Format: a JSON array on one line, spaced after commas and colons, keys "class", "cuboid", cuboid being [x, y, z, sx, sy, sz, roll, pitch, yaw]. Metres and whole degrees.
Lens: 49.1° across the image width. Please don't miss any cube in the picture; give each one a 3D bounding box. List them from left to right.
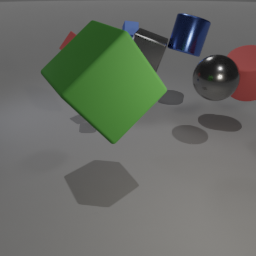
[{"class": "cube", "cuboid": [-1.690, -2.635, 9.308, 0.700, 0.700, 0.700, 42, 10, 25]}, {"class": "cube", "cuboid": [-0.453, -0.853, 5.070, 1.400, 1.400, 1.400, -45, 39, -2]}, {"class": "cube", "cuboid": [0.109, -4.808, 13.898, 0.700, 0.700, 0.700, 3, -5, -11]}, {"class": "cube", "cuboid": [0.812, -3.288, 12.069, 1.400, 1.400, 1.400, 21, 31, 0]}]

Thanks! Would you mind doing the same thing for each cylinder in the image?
[{"class": "cylinder", "cuboid": [2.488, -3.793, 11.487, 1.400, 1.400, 1.400, 15, 17, -5]}, {"class": "cylinder", "cuboid": [4.139, -1.884, 9.678, 1.400, 1.400, 1.400, -10, 47, 11]}]

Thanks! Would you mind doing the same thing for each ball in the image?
[{"class": "ball", "cuboid": [2.691, -1.528, 8.582, 1.400, 1.400, 1.400, 0, 28, 0]}]
